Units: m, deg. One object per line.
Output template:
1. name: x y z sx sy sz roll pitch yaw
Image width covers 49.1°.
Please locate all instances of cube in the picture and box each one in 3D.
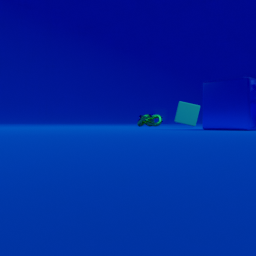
1. cube: 2.289 -0.538 10.897 0.802 0.802 0.802 14 3 8
2. cube: 2.275 -0.466 5.920 1.011 1.011 1.011 -1 1 -44

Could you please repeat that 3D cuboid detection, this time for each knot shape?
1. knot shape: 0.854 -0.319 12.081 1.117 0.516 1.045 -1 0 -18
